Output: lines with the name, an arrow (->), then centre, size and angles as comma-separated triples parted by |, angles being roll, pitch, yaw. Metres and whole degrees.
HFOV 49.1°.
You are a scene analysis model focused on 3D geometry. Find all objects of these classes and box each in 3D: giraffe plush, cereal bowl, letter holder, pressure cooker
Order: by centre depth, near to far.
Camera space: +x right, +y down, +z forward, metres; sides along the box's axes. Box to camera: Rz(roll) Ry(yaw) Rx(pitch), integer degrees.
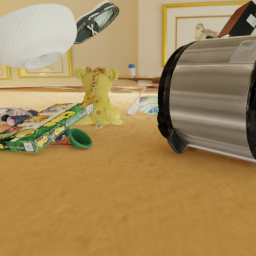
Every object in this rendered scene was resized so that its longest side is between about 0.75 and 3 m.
pressure cooker -> 2.113, -0.736, 6.247 | 2.601, 2.642, 2.958 | -14, 18, -41
cereal bowl -> -2.672, -2.464, 8.253 | 2.598, 1.082, 2.598 | -22, 2, 1
letter holder -> 3.538, -3.225, 8.943 | 0.639, 1.270, 0.903 | 36, -3, -12
giraffe plush -> -1.183, -1.198, 10.217 | 2.179, 2.048, 2.525 | -4, 11, -18

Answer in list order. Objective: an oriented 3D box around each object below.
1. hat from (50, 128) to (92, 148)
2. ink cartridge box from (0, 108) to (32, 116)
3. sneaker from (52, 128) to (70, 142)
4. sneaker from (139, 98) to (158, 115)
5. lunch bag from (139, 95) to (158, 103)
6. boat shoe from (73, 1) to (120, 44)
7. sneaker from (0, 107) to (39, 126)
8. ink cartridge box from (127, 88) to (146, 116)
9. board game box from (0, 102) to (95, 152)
hat -> -1.361, 0.434, 7.000 | 0.762, 0.670, 0.631 | 46, 26, 18
ink cartridge box -> -5.153, -0.661, 12.072 | 1.483, 0.348, 1.465 | 3, 10, 7
sneaker -> -1.976, 0.066, 7.904 | 0.449, 0.442, 1.167 | 3, 12, 12
sneaker -> 1.477, -0.902, 12.244 | 1.908, 0.722, 1.002 | -2, 11, -15
lunch bag -> 1.498, -1.362, 14.744 | 1.638, 0.675, 1.316 | -6, 11, -31
boat shoe -> -1.236, -3.823, 10.253 | 0.660, 2.189, 0.828 | 38, -7, 33
sneaker -> -3.728, -0.277, 9.731 | 1.785, 0.626, 0.732 | 6, 31, 32
ink cartridge box -> 0.458, -1.167, 12.473 | 0.324, 1.292, 1.048 | 40, 8, -6
board game box -> -2.172, -0.121, 7.530 | 1.448, 0.324, 2.764 | 3, 24, 22
